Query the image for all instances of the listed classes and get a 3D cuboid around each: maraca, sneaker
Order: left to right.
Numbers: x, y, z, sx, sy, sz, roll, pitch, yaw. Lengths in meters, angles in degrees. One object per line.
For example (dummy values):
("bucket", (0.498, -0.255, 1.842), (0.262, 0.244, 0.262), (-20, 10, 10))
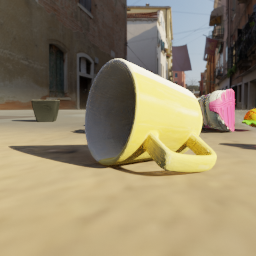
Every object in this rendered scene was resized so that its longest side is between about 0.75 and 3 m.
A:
("sneaker", (2.460, -0.436, 8.221), (1.249, 1.151, 2.830), (0, -4, 21))
("maraca", (3.574, -0.252, 7.850), (0.670, 0.523, 0.977), (0, 18, 38))

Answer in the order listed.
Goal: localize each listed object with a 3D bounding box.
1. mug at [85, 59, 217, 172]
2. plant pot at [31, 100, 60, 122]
("mug", (0.302, 0.004, 3.614), (1.291, 1.573, 1.260), (7, -33, -34))
("plant pot", (-3.653, -0.767, 12.533), (1.082, 0.962, 1.084), (0, 5, -6))
